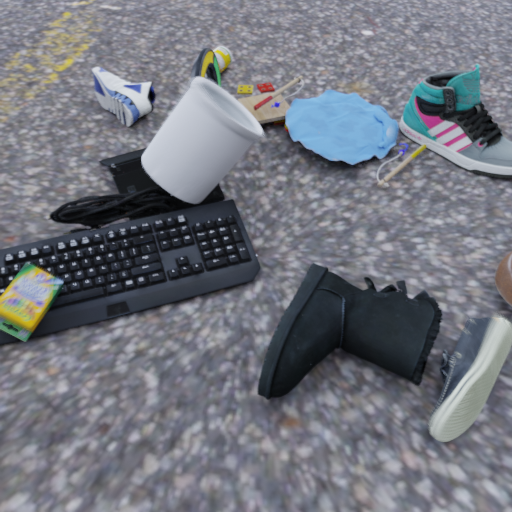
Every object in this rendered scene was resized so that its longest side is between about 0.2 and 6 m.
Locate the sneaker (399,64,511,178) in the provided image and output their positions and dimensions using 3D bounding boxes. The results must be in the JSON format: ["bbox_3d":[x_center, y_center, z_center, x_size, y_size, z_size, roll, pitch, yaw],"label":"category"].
[{"bbox_3d":[4.782,-3.164,12.447,3.206,1.936,1.341,34,54,29],"label":"sneaker"}]

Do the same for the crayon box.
[{"bbox_3d":[-3.750,0.746,9.134,0.690,0.283,1.097,29,63,-4],"label":"crayon box"}]

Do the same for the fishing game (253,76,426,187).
[{"bbox_3d":[2.003,-3.034,13.330,3.852,0.599,2.758,33,54,19],"label":"fishing game"}]

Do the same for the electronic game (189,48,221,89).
[{"bbox_3d":[-1.095,-3.644,12.807,0.434,2.086,2.086,3,45,9],"label":"electronic game"}]

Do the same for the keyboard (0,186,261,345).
[{"bbox_3d":[-2.756,-0.209,10.038,5.268,1.044,2.742,-14,53,-14],"label":"keyboard"}]

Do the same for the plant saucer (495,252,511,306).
[{"bbox_3d":[5.205,0.311,9.513,2.111,0.364,2.111,-10,37,8],"label":"plant saucer"}]

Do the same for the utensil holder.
[{"bbox_3d":[-1.060,-2.132,10.530,1.564,1.840,1.564,36,22,-18],"label":"utensil holder"}]

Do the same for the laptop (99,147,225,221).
[{"bbox_3d":[-2.120,-1.689,12.277,2.054,1.197,2.318,-20,74,-18],"label":"laptop"}]

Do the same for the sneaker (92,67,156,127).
[{"bbox_3d":[-3.242,-4.092,14.269,1.163,0.813,2.013,-28,58,-29],"label":"sneaker"}]

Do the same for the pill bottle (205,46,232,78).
[{"bbox_3d":[-1.171,-5.327,15.542,0.603,0.603,1.069,21,49,19],"label":"pill bottle"}]

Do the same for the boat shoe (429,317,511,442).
[{"bbox_3d":[3.073,1.769,8.326,0.700,0.839,2.250,13,52,41],"label":"boat shoe"}]

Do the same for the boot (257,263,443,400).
[{"bbox_3d":[1.516,1.366,8.692,2.270,1.025,2.770,21,48,14],"label":"boot"}]

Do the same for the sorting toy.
[{"bbox_3d":[0.209,-3.612,13.984,1.116,0.392,2.315,-14,48,-14],"label":"sorting toy"}]
